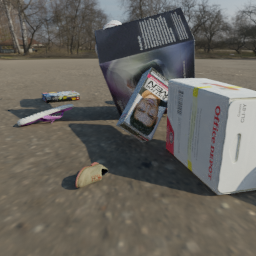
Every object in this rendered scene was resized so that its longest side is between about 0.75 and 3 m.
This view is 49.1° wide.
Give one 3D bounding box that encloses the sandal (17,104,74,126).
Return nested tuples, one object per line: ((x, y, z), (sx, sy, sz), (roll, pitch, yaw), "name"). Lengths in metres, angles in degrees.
((-2.660, -0.345, 9.242), (1.863, 0.458, 0.758), (-20, 8, -19), "sandal")

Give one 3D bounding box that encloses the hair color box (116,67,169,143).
((0.497, -0.601, 7.277), (0.865, 1.748, 0.530), (33, -23, -16), "hair color box")

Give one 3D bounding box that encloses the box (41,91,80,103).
((-3.150, -1.474, 13.062), (1.548, 0.309, 1.060), (-8, 19, -25), "box")

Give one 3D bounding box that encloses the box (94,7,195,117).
((0.642, -1.904, 8.975), (2.702, 2.724, 1.679), (-13, 55, 6), "box")

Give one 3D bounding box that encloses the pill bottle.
((-0.586, -3.137, 9.903), (0.888, 0.888, 1.582), (3, 46, 8), "pill bottle")

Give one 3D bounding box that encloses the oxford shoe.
((-0.673, 0.896, 5.324), (0.331, 0.312, 0.885), (13, 22, 21), "oxford shoe")

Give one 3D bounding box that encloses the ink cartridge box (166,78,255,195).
((1.708, 0.001, 5.767), (1.011, 1.760, 2.424), (-4, 18, -14), "ink cartridge box")
